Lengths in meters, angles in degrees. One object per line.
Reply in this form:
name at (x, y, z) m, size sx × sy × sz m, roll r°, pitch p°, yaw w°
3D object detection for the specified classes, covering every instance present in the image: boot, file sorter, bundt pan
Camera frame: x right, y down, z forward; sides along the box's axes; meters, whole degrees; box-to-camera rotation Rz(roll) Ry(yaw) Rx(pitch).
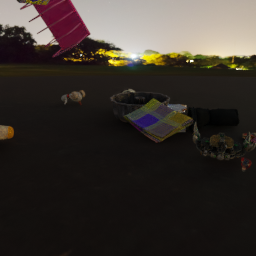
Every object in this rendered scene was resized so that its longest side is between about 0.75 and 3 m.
boot at (3.090, -0.328, 10.121) m, size 1.784 × 0.806 × 2.177 m, roll 5°, pitch 13°, yaw 9°
file sorter at (-2.345, -3.399, 9.032) m, size 1.259 × 1.811 × 1.136 m, roll -19°, pitch 29°, yaw 26°
bundt pan at (0.490, -0.808, 11.470) m, size 2.443 × 0.917 × 2.443 m, roll -1°, pitch 20°, yaw 0°

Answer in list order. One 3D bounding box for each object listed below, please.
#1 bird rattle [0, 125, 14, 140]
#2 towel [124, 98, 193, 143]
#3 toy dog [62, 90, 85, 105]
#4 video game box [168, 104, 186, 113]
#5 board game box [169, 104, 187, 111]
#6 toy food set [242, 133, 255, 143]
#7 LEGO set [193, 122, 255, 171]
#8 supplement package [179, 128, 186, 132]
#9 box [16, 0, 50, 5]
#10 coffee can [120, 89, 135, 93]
bird rattle at (-4.510, 0.211, 7.788) m, size 2.610 × 1.470 × 2.128 m, roll -7°, pitch -4°, yaw 31°
towel at (0.965, -0.306, 9.275) m, size 1.502 × 0.238 × 2.092 m, roll -29°, pitch 39°, yaw -21°
toy dog at (-3.087, -1.609, 15.935) m, size 1.106 × 0.807 × 1.676 m, roll -16°, pitch 6°, yaw -27°
video game box at (2.273, -0.977, 13.872) m, size 1.122 × 0.263 × 1.022 m, roll 4°, pitch 17°, yaw 16°
board game box at (2.019, -0.808, 12.828) m, size 1.068 × 0.138 × 1.069 m, roll -18°, pitch 15°, yaw -5°
toy food set at (4.021, 0.312, 8.504) m, size 0.904 × 0.224 × 1.423 m, roll -4°, pitch 14°, yaw -16°
LEGO set at (2.467, 0.643, 6.670) m, size 1.662 × 0.725 × 2.559 m, roll -5°, pitch 27°, yaw -14°
supplement package at (1.534, -0.153, 9.800) m, size 0.894 × 0.522 × 0.524 m, roll -2°, pitch 16°, yaw -6°
box at (-2.213, -3.226, 6.019) m, size 0.937 × 0.594 × 0.973 m, roll 45°, pitch 29°, yaw 1°
coffee can at (0.054, -1.359, 13.781) m, size 1.036 × 1.036 × 1.416 m, roll -1°, pitch 13°, yaw -4°
